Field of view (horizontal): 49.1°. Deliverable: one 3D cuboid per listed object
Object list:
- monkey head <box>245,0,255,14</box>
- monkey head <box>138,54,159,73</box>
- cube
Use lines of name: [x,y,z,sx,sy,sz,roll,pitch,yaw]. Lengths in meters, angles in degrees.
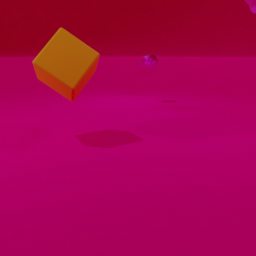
monkey head: [3.683,-3.993,8.490,0.760,1.057,0.637,-9,-23,23]
monkey head: [0.983,-2.805,12.168,1.002,0.721,0.604,-26,48,-8]
cube: [-1.476,-1.482,6.791,1.090,1.090,1.090,34,-14,-4]
